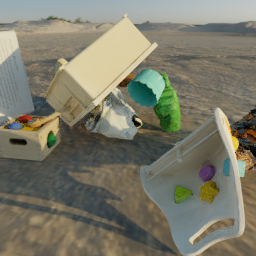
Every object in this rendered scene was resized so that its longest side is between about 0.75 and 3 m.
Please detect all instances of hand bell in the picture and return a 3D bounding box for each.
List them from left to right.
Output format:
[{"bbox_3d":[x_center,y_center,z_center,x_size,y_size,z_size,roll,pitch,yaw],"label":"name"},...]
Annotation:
[{"bbox_3d":[-0.952,-1.696,9.854,2.933,1.527,1.527,1,22,11],"label":"hand bell"}]

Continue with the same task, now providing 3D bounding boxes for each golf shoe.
[{"bbox_3d":[-0.290,-0.356,8.157,1.414,1.139,2.909,25,21,-5],"label":"golf shoe"}]

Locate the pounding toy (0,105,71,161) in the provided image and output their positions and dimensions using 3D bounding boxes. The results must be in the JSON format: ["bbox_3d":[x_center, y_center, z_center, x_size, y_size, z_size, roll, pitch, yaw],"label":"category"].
[{"bbox_3d":[-2.203,0.046,6.774,1.379,0.980,1.269,4,22,9],"label":"pounding toy"}]

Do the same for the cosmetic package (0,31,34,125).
[{"bbox_3d":[-4.606,-1.161,7.519,2.408,2.423,2.895,1,20,25],"label":"cosmetic package"}]

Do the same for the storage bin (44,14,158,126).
[{"bbox_3d":[-0.862,-1.440,7.583,2.459,1.152,2.441,-49,10,-26],"label":"storage bin"}]

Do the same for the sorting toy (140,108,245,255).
[{"bbox_3d":[1.070,0.922,4.090,0.946,1.771,1.595,27,41,-24],"label":"sorting toy"}]

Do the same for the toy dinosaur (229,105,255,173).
[{"bbox_3d":[2.586,0.179,5.901,2.025,1.524,2.984,-26,18,16],"label":"toy dinosaur"}]

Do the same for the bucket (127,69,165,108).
[{"bbox_3d":[0.486,-1.048,7.297,0.914,0.914,0.595,14,53,31],"label":"bucket"}]

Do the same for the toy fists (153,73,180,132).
[{"bbox_3d":[1.025,-0.864,8.322,0.738,1.094,2.146,-8,36,0],"label":"toy fists"}]
